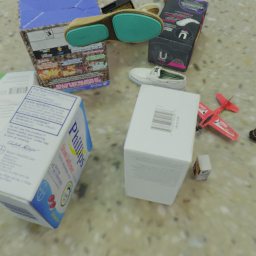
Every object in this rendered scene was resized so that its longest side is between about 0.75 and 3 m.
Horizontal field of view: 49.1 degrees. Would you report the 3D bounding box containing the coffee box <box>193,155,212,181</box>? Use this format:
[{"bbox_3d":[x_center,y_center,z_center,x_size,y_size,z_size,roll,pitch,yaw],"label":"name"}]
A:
[{"bbox_3d":[2.114,1.154,8.000,0.328,0.821,0.464,-5,59,-1],"label":"coffee box"}]

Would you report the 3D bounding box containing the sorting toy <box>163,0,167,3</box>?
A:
[{"bbox_3d":[1.745,-5.925,12.599,0.420,0.615,1.024,-24,44,31],"label":"sorting toy"}]

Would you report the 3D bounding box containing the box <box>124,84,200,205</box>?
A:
[{"bbox_3d":[0.775,0.579,7.137,1.403,2.878,1.790,11,59,7],"label":"box"}]

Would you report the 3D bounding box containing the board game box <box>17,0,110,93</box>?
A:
[{"bbox_3d":[-1.919,-2.607,9.078,2.316,2.905,1.407,-12,59,-7],"label":"board game box"}]

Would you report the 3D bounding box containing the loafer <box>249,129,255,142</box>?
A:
[{"bbox_3d":[4.542,0.187,8.782,1.403,0.500,0.512,3,58,2],"label":"loafer"}]

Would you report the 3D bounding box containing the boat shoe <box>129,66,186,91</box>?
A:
[{"bbox_3d":[1.063,-1.877,9.933,2.089,0.697,0.768,13,59,8],"label":"boat shoe"}]

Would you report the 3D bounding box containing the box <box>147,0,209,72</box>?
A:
[{"bbox_3d":[1.886,-3.621,10.605,1.578,1.369,2.581,19,60,11],"label":"box"}]

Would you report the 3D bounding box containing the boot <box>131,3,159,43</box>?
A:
[{"bbox_3d":[0.657,-4.239,11.403,1.887,0.680,1.459,-24,60,-8],"label":"boot"}]

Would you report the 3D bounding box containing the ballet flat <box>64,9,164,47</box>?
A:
[{"bbox_3d":[-0.327,-2.272,6.120,2.197,0.754,0.692,-3,47,9],"label":"ballet flat"}]

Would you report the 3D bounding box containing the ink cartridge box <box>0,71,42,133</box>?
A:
[{"bbox_3d":[-3.786,-0.395,8.764,1.905,1.147,2.621,-5,57,-2],"label":"ink cartridge box"}]

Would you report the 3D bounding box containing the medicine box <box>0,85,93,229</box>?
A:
[{"bbox_3d":[-2.143,0.807,7.219,1.422,2.516,2.762,15,60,9],"label":"medicine box"}]

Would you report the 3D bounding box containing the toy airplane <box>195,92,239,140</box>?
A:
[{"bbox_3d":[2.905,-0.535,9.283,2.144,0.394,2.144,2,62,-4],"label":"toy airplane"}]

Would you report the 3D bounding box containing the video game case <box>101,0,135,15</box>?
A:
[{"bbox_3d":[-0.701,-4.040,10.238,1.994,2.207,0.281,-22,97,11],"label":"video game case"}]
